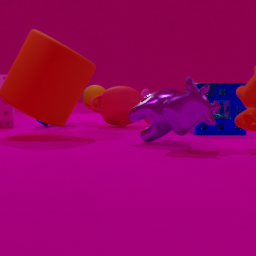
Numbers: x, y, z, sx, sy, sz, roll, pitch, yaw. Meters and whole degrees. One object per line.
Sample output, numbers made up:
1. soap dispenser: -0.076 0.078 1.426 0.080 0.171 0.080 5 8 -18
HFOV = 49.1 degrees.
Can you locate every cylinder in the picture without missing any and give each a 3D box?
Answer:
1. cylinder: -1.523 -0.934 5.398 1.361 1.361 1.361 29 5 -3

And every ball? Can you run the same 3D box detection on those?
1. ball: -0.956 -0.877 8.202 0.749 0.749 0.749 0 5 0

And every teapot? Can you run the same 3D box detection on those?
1. teapot: -0.136 -0.487 7.531 1.993 0.976 1.239 9 -26 -32

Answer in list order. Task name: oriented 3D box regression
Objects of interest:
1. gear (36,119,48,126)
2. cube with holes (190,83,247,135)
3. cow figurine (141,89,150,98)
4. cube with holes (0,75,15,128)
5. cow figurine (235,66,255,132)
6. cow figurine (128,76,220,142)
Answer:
1. gear: -1.957 -0.834 7.708 0.303 1.637 1.637 31 13 12
2. cube with holes: 1.887 -0.442 6.141 1.049 1.049 1.049 0 8 0
3. cow figurine: 0.491 -0.707 9.653 1.331 1.310 0.731 25 -26 19
4. cube with holes: -3.454 -0.684 7.151 0.985 0.985 0.985 -2 43 -19
5. cow figurine: 1.907 -0.407 4.041 0.509 0.927 0.912 23 29 -10
6. cow figurine: 0.733 -0.325 4.463 1.427 0.796 1.451 -25 14 29
